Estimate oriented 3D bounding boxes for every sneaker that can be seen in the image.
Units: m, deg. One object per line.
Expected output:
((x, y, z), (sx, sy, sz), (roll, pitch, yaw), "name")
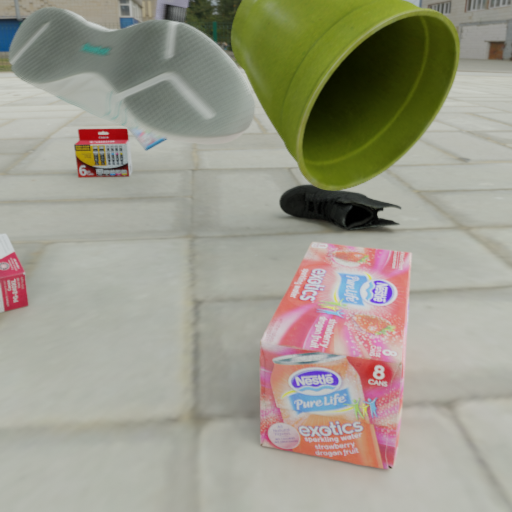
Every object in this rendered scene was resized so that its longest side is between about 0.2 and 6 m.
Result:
((1.508, -0.880, 10.336), (2.131, 0.640, 1.111), (3, 18, -1), "sneaker")
((-1.173, -1.809, 5.865), (2.943, 1.035, 1.179), (24, -1, 26), "sneaker")

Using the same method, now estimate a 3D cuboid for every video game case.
((-2.322, -3.120, 11.679), (1.210, 1.691, 0.151), (-37, -6, -26), "video game case")

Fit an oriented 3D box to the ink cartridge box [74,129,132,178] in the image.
((-3.712, -2.500, 13.589), (1.252, 1.099, 0.525), (-2, 23, -4), "ink cartridge box")

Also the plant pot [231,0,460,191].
((0.952, -2.687, 7.833), (2.584, 2.584, 2.488), (-15, 51, -32), "plant pot")

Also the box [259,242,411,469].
((0.907, 0.826, 5.669), (1.223, 1.128, 2.383), (7, 24, 15), "box")

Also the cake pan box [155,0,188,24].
((-1.739, -4.924, 11.297), (0.521, 1.833, 1.990), (4, 38, -14), "cake pan box")

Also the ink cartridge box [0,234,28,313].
((-3.850, 0.323, 7.289), (1.421, 0.592, 1.032), (-14, 41, -32), "ink cartridge box")
